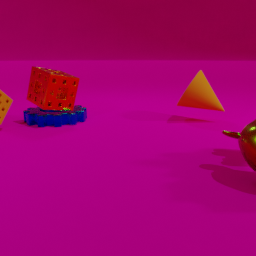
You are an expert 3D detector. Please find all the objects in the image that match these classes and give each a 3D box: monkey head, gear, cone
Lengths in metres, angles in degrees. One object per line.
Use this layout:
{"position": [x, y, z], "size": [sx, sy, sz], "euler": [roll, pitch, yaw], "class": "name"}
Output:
{"position": [2.194, 0.278, 4.051], "size": [1.109, 0.929, 1.542], "euler": [16, 22, -45], "class": "monkey head"}
{"position": [-2.043, -0.383, 7.960], "size": [1.708, 0.316, 1.708], "euler": [0, 15, 0], "class": "gear"}
{"position": [2.152, -0.781, 7.698], "size": [1.166, 1.162, 1.162], "euler": [35, 23, 9], "class": "cone"}

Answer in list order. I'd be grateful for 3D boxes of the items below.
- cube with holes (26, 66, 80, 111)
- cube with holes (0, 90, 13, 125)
{"position": [-1.980, -1.030, 7.383], "size": [0.897, 0.897, 0.897], "euler": [26, 18, 38], "class": "cube with holes"}
{"position": [-3.319, -0.543, 6.528], "size": [0.706, 0.706, 0.706], "euler": [-2, -32, 26], "class": "cube with holes"}
